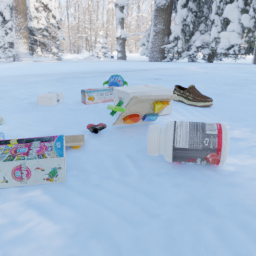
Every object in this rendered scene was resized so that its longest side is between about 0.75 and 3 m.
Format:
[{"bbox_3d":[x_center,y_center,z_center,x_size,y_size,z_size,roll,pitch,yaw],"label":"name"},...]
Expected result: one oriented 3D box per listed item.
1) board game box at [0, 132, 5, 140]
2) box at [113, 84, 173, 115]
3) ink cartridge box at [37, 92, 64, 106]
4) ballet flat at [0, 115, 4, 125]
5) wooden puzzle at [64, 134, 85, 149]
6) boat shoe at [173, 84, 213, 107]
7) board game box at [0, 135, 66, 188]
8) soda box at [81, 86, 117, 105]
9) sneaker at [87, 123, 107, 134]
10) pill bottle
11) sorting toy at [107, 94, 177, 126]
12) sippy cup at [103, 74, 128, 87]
[{"bbox_3d":[-5.264,0.385,9.397,1.669,0.305,1.263,6,18,18],"label":"board game box"},{"bbox_3d":[0.698,-1.309,13.299,2.311,1.229,1.759,-8,18,-25],"label":"box"},{"bbox_3d":[-4.305,-1.630,15.574,0.946,0.555,1.292,4,18,14],"label":"ink cartridge box"},{"bbox_3d":[-5.475,-0.396,11.961,0.336,0.311,0.998,-11,20,-32],"label":"ballet flat"},{"bbox_3d":[-1.973,0.477,9.229,1.094,0.273,1.181,-3,13,-10],"label":"wooden puzzle"},{"bbox_3d":[3.492,-1.878,15.527,1.053,1.054,2.850,-12,21,-34],"label":"boat shoe"},{"bbox_3d":[-2.781,0.833,7.240,2.297,0.738,1.694,-3,18,-12],"label":"board game box"},{"bbox_3d":[-1.516,-1.895,16.033,2.305,0.788,0.733,-10,20,-30],"label":"soda box"},{"bbox_3d":[-1.102,0.031,10.344,0.843,0.298,0.412,-5,45,-41],"label":"sneaker"},{"bbox_3d":[1.633,0.399,7.847,2.132,1.180,1.180,3,17,10],"label":"pill bottle"},{"bbox_3d":[0.259,-0.556,10.460,2.846,0.419,2.103,-6,-25,-32],"label":"sorting toy"},{"bbox_3d":[-0.861,-2.945,19.095,1.551,1.218,1.136,-31,20,20],"label":"sippy cup"}]
